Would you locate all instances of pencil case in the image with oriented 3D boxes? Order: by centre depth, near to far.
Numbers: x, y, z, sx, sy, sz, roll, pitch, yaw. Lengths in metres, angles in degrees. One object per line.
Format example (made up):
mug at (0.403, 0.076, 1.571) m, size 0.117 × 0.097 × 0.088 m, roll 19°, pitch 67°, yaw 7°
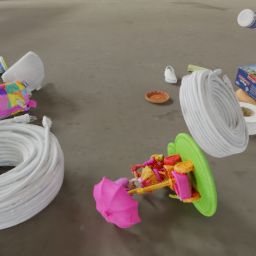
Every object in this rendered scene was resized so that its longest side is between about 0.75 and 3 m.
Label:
pencil case at (-4.346, -0.669, 8.737) m, size 1.180 × 1.180 × 2.670 m, roll 27°, pitch 42°, yaw 37°

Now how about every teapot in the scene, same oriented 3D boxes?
teapot at (-3.869, -2.026, 10.881) m, size 1.719 × 1.272 × 1.742 m, roll 2°, pitch 49°, yaw 54°

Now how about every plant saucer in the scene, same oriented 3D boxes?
plant saucer at (4.883, -1.164, 10.336) m, size 1.754 × 0.283 × 1.754 m, roll 0°, pitch 32°, yaw 0°
plant saucer at (1.089, -1.148, 10.443) m, size 0.878 × 0.142 × 0.878 m, roll 0°, pitch 32°, yaw 0°

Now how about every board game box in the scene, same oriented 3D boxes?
board game box at (5.554, -1.491, 9.676) m, size 2.496 × 0.770 × 2.497 m, roll -19°, pitch 48°, yaw -15°

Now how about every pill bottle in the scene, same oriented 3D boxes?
pill bottle at (3.438, -3.001, 7.786) m, size 0.795 × 0.442 × 0.442 m, roll -7°, pitch 29°, yaw -41°

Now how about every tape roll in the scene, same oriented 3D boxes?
tape roll at (3.570, -0.325, 8.770) m, size 1.334 × 0.467 × 1.334 m, roll 0°, pitch 31°, yaw 0°

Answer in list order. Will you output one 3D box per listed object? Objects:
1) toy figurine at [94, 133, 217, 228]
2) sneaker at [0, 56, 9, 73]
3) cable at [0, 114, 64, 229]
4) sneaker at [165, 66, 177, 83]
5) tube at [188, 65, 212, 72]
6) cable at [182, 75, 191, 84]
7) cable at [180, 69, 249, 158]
toy figurine at (0.316, 1.135, 5.713) m, size 2.067 × 1.686 × 2.246 m, roll -16°, pitch 12°, yaw -8°
sneaker at (-6.084, -2.896, 12.701) m, size 0.848 × 0.763 × 2.063 m, roll -34°, pitch 33°, yaw -18°
cable at (-2.884, 0.896, 6.187) m, size 2.890 × 1.000 × 2.889 m, roll -11°, pitch 36°, yaw -21°
sneaker at (1.812, -2.316, 12.055) m, size 0.463 × 0.448 × 1.267 m, roll -4°, pitch 32°, yaw -7°
tube at (3.294, -2.661, 12.841) m, size 1.084 × 0.281 × 0.314 m, roll 14°, pitch 73°, yaw 16°
cable at (2.712, -1.859, 11.389) m, size 1.040 × 0.360 × 1.040 m, roll 15°, pitch 34°, yaw 23°
cable at (1.487, -0.265, 4.852) m, size 0.545 × 1.575 × 1.575 m, roll -29°, pitch -14°, yaw 38°
